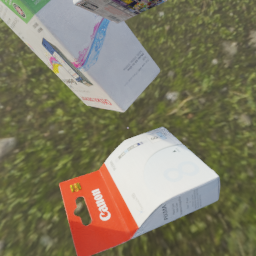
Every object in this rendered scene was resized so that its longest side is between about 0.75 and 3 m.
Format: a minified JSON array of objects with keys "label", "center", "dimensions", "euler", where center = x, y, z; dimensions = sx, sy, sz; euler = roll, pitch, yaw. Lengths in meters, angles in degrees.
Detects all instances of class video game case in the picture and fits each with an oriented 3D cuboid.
[{"label":"video game case","center":[-0.077,-1.617,3.518],"dimensions":[0.831,0.912,0.105],"euler":[-11,86,34]}]

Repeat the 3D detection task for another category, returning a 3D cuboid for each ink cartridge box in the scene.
[{"label":"ink cartridge box","center":[-0.974,-1.669,5.283],"dimensions":[1.201,2.746,1.995],"euler":[-51,27,-12]},{"label":"ink cartridge box","center":[0.033,0.925,4.926],"dimensions":[2.402,0.568,1.922],"euler":[-18,30,-14]}]
